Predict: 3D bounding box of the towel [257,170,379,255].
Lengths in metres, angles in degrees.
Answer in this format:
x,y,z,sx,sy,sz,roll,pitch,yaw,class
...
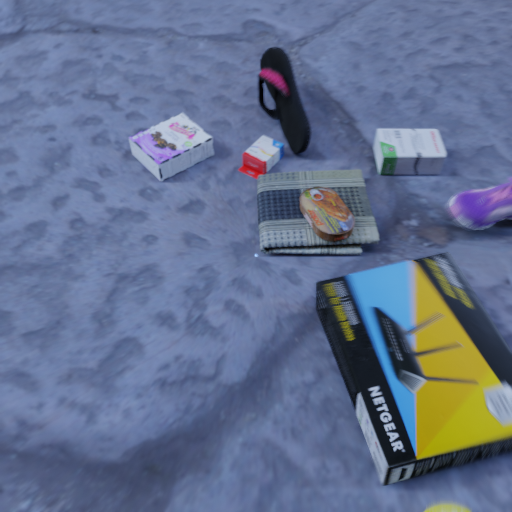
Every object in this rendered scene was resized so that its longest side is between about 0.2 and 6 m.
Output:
x,y,z,sx,sy,sz,roll,pitch,yaw,class
1.120,-0.847,10.604,2.190,0.378,2.108,-3,47,0,towel

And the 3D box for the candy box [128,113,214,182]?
x,y,z,sx,sy,sz,roll,pitch,yaw,class
-1.755,-2.285,11.666,1.360,0.487,1.141,-33,57,-25,candy box

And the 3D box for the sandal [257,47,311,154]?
x,y,z,sx,sy,sz,roll,pitch,yaw,class
0.449,-3.477,12.167,0.677,1.128,3.003,-6,56,-15,sandal

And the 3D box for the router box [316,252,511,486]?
x,y,z,sx,sy,sz,roll,pitch,yaw,class
2.359,1.464,8.117,2.260,0.774,3.030,-13,49,-6,router box

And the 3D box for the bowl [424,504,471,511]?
x,y,z,sx,sy,sz,roll,pitch,yaw,class
2.421,3.449,6.738,1.004,0.540,1.004,0,50,0,bowl

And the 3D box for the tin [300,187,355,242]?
x,y,z,sx,sy,sz,roll,pitch,yaw,class
1.257,-0.757,10.091,0.735,0.275,1.312,-13,48,-16,tin

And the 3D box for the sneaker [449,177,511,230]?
x,y,z,sx,sy,sz,roll,pitch,yaw,class
4.481,-1.035,10.097,2.020,0.893,0.812,-6,65,-16,sneaker

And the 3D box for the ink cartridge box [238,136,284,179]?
x,y,z,sx,sy,sz,roll,pitch,yaw,class
0.096,-2.034,11.564,0.550,0.318,0.947,27,55,22,ink cartridge box

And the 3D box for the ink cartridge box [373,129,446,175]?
x,y,z,sx,sy,sz,roll,pitch,yaw,class
3.131,-2.140,11.513,1.265,0.532,0.923,1,49,1,ink cartridge box
